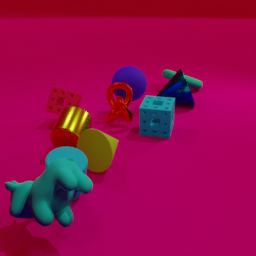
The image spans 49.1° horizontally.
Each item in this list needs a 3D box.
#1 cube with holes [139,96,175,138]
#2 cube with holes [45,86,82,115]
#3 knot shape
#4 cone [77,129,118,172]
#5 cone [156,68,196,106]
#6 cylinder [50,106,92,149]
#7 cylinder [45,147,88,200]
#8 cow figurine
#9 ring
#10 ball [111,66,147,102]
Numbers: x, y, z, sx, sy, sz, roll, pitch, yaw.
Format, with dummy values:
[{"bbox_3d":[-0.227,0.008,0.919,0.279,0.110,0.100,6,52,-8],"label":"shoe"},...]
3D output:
[{"bbox_3d":[0.855,-0.337,8.148,0.874,0.874,0.874,6,31,14],"label":"cube with holes"},{"bbox_3d":[-1.975,-0.789,8.711,0.784,0.784,0.784,16,2,2],"label":"cube with holes"},{"bbox_3d":[-0.271,-0.803,8.709,0.624,1.264,1.351,2,-1,-32],"label":"knot shape"},{"bbox_3d":[-0.485,0.404,6.431,0.967,0.967,0.971,14,18,29],"label":"cone"},{"bbox_3d":[1.524,-1.232,10.421,1.497,1.491,1.491,-22,21,11],"label":"cone"},{"bbox_3d":[-1.401,0.040,6.975,0.844,0.844,0.844,4,44,9],"label":"cylinder"},{"bbox_3d":[-1.151,0.852,5.186,0.737,0.737,0.737,9,37,-7],"label":"cylinder"},{"bbox_3d":[-1.244,0.916,4.229,0.714,1.300,1.279,26,8,-48],"label":"cow figurine"},{"bbox_3d":[2.408,-2.163,12.411,1.840,0.368,1.840,18,15,-5],"label":"ring"},{"bbox_3d":[0.037,-1.475,9.397,1.188,1.188,1.188,0,24,0],"label":"ball"}]
